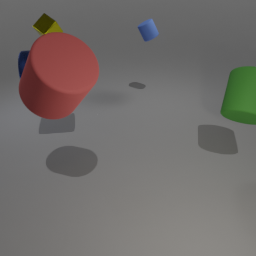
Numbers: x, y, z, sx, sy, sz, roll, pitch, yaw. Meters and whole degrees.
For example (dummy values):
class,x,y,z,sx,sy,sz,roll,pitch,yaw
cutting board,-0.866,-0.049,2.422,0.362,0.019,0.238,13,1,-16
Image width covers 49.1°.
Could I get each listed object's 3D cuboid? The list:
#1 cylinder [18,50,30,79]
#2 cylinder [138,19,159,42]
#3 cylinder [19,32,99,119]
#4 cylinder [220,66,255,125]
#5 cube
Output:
class,x,y,z,sx,sy,sz,roll,pitch,yaw
cylinder,-2.668,-1.835,9.123,1.400,1.400,1.400,-5,32,-5
cylinder,0.870,-4.209,12.063,0.700,0.700,0.700,-25,27,14
cylinder,-1.525,-1.073,6.064,1.400,1.400,1.400,12,64,-26
cylinder,3.700,-0.961,8.588,1.400,1.400,1.400,16,-8,2
cube,-3.098,-3.843,10.871,0.700,0.700,0.700,38,85,17
